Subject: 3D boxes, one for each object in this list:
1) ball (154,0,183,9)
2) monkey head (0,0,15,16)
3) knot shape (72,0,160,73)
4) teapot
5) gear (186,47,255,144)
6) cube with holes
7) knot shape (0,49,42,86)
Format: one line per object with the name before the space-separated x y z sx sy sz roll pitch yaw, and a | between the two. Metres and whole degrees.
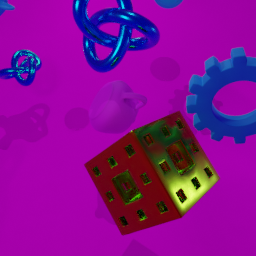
ball | 1.228 -4.112 8.338 1.035 1.035 1.035 0 57 0
monkey head | -3.372 -2.946 6.373 1.553 0.936 1.118 8 31 27
knot shape | -0.340 -1.656 4.945 1.569 1.468 0.725 35 40 -14
teapot | -0.265 -0.353 5.890 0.906 1.850 1.150 30 60 -26
gear | 1.500 -0.382 3.791 1.371 1.371 0.254 9 40 6
cube with holes | 0.361 0.665 4.276 1.222 1.222 1.222 -22 80 -47
knot shape | -2.800 -1.579 7.502 1.229 0.568 1.150 -43 50 -19
